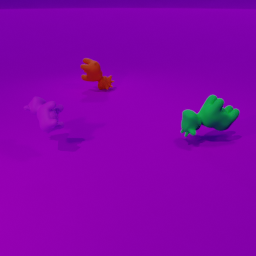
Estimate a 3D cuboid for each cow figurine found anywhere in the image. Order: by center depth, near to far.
[{"bbox_3d":[-2.107,-0.318,6.988,1.025,1.042,0.572,-18,-21,23],"label":"cow figurine"},{"bbox_3d":[2.107,-0.200,7.418,1.333,1.312,0.732,28,13,-20],"label":"cow figurine"},{"bbox_3d":[-1.210,-2.153,11.382,1.347,1.369,0.751,14,61,1],"label":"cow figurine"}]
